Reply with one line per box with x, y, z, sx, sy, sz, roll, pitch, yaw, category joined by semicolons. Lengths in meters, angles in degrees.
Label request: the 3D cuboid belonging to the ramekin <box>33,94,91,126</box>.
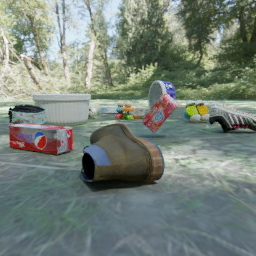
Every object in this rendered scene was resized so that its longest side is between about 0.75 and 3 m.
-3.085;-0.901;13.188;2.657;1.395;2.657;1;7;0;ramekin

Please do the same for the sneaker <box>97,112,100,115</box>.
-2.507;-1.112;18.131;1.272;0.508;0.828;18;8;36;sneaker

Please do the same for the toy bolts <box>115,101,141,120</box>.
-0.019;-1.013;15.610;1.409;0.978;1.346;7;11;44;toy bolts

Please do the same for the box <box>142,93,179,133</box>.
1.043;-0.486;9.075;0.583;1.170;0.559;41;29;7;box

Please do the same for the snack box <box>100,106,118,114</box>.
-1.363;-1.264;19.421;1.200;0.482;1.423;6;10;43;snack box

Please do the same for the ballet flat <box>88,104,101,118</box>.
-2.355;-0.825;15.497;2.577;0.895;0.895;-9;12;-42;ballet flat

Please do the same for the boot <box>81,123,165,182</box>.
-0.495;0.395;5.250;1.178;0.908;2.429;-2;9;-31;boot

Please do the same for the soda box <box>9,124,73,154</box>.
-2.282;0.255;7.276;1.811;0.634;0.574;5;9;31;soda box

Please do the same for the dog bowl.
2.001;-1.752;16.812;0.837;2.124;2.124;0;7;-20;dog bowl

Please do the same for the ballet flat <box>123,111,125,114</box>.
-0.020;-1.124;18.468;0.464;0.501;1.487;-8;5;16;ballet flat

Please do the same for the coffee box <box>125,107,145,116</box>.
0.402;-0.939;15.794;1.074;0.428;0.614;1;8;5;coffee box

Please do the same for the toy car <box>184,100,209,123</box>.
3.339;-0.721;13.970;1.284;1.124;0.963;-4;-26;-25;toy car

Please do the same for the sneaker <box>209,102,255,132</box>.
3.954;-0.168;10.399;2.102;0.920;0.775;24;-5;10;sneaker

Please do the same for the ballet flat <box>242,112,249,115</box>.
5.876;-0.620;14.915;1.231;0.419;0.421;4;0;28;ballet flat

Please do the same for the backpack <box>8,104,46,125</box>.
-3.853;-0.412;10.957;1.279;0.980;1.124;-2;13;5;backpack
